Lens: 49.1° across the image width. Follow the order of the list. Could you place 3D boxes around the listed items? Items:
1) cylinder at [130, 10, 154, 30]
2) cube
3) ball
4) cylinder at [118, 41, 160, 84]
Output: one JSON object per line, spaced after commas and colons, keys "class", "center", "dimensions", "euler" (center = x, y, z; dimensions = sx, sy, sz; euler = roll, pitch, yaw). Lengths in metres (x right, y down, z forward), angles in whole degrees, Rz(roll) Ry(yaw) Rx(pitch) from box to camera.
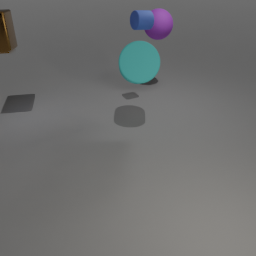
{"class": "cylinder", "center": [0.537, -4.146, 10.775], "dimensions": [0.700, 0.700, 0.700], "euler": [-12, 32, -28]}
{"class": "cube", "center": [-5.005, -3.528, 10.248], "dimensions": [1.400, 1.400, 1.400], "euler": [-6, 26, -9]}
{"class": "ball", "center": [1.441, -4.931, 13.333], "dimensions": [1.400, 1.400, 1.400], "euler": [0, 30, 0]}
{"class": "cylinder", "center": [0.366, -2.285, 9.986], "dimensions": [1.400, 1.400, 1.400], "euler": [-1, 8, -1]}
